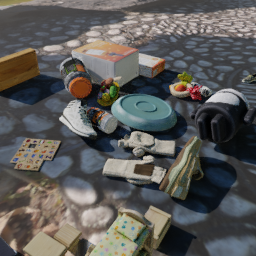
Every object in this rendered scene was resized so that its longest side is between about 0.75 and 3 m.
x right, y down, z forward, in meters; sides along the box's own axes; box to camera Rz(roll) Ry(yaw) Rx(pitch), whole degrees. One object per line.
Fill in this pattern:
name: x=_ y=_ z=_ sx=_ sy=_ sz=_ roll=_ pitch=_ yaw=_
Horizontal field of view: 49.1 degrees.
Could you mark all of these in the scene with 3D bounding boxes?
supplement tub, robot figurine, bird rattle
supplement tub: x=-2.585 y=-2.497 z=14.007 sx=1.331 sy=1.331 sz=2.173 roll=-11 pitch=42 yaw=-16
robot figurine: x=3.672 y=-0.511 z=10.947 sx=2.007 sy=1.667 sz=2.671 roll=41 pitch=48 yaw=14
bird rattle: x=2.842 y=-1.888 z=13.963 sx=1.392 sy=0.962 sz=1.707 roll=-17 pitch=50 yaw=-4
supplement tub: x=-1.105 y=-0.345 z=11.531 sx=1.252 sy=0.767 sz=0.767 roll=27 pitch=43 yaw=33

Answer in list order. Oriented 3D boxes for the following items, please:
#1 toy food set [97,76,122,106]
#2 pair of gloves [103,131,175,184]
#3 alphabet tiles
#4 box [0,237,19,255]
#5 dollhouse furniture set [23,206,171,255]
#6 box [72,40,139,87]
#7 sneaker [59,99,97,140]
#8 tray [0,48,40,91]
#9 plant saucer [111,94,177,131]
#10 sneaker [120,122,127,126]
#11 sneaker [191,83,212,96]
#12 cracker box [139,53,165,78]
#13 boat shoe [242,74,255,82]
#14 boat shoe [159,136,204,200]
toy food set: x=-0.994 y=-1.920 z=13.400 sx=1.055 sy=0.586 sz=1.794 roll=-4 pitch=55 yaw=22
pair of gloves: x=0.481 y=0.957 z=9.953 sx=2.151 sy=0.443 sz=2.529 roll=12 pitch=36 yaw=16
alphabet tiles: x=-3.410 y=0.957 z=10.299 sx=1.419 sy=0.064 sz=1.698 roll=4 pitch=36 yaw=5
box: x=-3.632 y=3.176 z=6.261 sx=1.763 sy=1.052 sz=1.792 roll=26 pitch=42 yaw=32
dollhouse furniture set: x=-0.633 y=2.401 z=6.897 sx=2.532 sy=1.592 sz=2.863 roll=19 pitch=39 yaw=25
box: x=-1.187 y=-3.552 z=15.399 sx=2.937 sy=1.562 sz=2.236 roll=21 pitch=40 yaw=27
sneaker: x=-1.856 y=-0.454 z=11.127 sx=2.175 sy=1.251 sz=0.821 roll=32 pitch=10 yaw=37
tray: x=-6.070 y=-3.054 z=14.783 sx=0.545 sy=1.453 sz=2.945 roll=23 pitch=41 yaw=27
plant saucer: x=0.733 y=-0.806 z=12.150 sx=2.890 sy=0.396 sz=2.890 roll=7 pitch=32 yaw=-4
sneaker: x=-0.023 y=-0.553 z=12.108 sx=0.698 sy=0.628 sz=1.617 roll=4 pitch=26 yaw=26
sneaker: x=3.707 y=-1.961 z=14.184 sx=0.501 sy=0.464 sz=1.236 roll=-16 pitch=40 yaw=-40
cracker box: x=0.815 y=-3.736 z=16.439 sx=2.307 sy=0.665 sz=1.545 roll=22 pitch=41 yaw=27
boat shoe: x=6.735 y=-2.749 z=15.324 sx=1.122 sy=0.335 sz=0.401 roll=-14 pitch=38 yaw=-19
boat shoe: x=2.003 y=1.323 z=9.211 sx=1.010 sy=0.950 sz=2.652 roll=29 pitch=49 yaw=14
